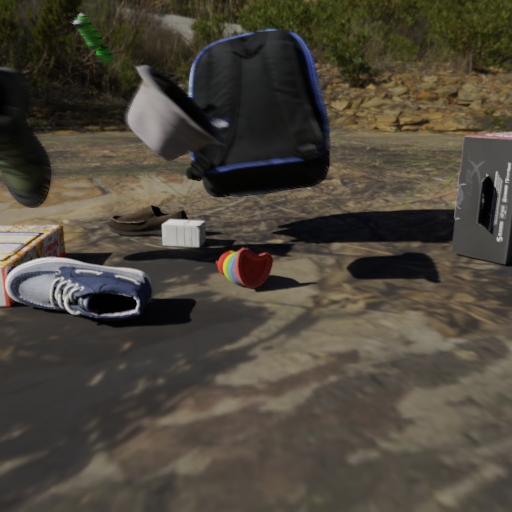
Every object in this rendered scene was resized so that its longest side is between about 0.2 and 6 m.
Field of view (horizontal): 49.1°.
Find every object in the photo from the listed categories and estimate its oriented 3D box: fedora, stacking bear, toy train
[{"bbox_3d":[-1.448,-2.196,9.227,1.782,0.910,2.015,30,21,-46],"label":"fedora"},{"bbox_3d":[-0.311,0.189,10.086,0.703,0.658,1.157,13,-1,-28],"label":"stacking bear"},{"bbox_3d":[-3.267,-4.340,11.279,0.305,1.083,0.226,-33,45,2],"label":"toy train"}]

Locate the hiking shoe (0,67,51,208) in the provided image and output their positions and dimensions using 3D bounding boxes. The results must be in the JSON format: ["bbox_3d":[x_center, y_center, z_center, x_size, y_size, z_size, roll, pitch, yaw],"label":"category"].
[{"bbox_3d":[-4.599,-2.101,10.248,0.992,2.621,1.319,-9,15,7],"label":"hiking shoe"}]

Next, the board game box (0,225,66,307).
[{"bbox_3d":[-5.096,0.085,10.233,2.294,0.701,3.028,0,16,-1],"label":"board game box"}]

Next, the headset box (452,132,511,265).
[{"bbox_3d":[5.491,-1.336,11.904,3.358,2.496,1.260,-12,21,-39],"label":"headset box"}]

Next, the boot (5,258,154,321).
[{"bbox_3d":[-2.755,0.522,8.479,2.290,0.833,1.034,0,11,-2],"label":"boot"}]

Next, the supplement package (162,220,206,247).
[{"bbox_3d":[-1.623,-0.512,12.651,0.873,0.512,0.510,3,17,10],"label":"supplement package"}]

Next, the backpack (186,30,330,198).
[{"bbox_3d":[-0.004,-3.206,13.167,3.213,3.511,2.580,-8,-17,4],"label":"backpack"}]

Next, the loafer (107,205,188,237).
[{"bbox_3d":[-2.567,-0.889,13.532,2.062,0.736,0.753,2,16,5],"label":"loafer"}]
